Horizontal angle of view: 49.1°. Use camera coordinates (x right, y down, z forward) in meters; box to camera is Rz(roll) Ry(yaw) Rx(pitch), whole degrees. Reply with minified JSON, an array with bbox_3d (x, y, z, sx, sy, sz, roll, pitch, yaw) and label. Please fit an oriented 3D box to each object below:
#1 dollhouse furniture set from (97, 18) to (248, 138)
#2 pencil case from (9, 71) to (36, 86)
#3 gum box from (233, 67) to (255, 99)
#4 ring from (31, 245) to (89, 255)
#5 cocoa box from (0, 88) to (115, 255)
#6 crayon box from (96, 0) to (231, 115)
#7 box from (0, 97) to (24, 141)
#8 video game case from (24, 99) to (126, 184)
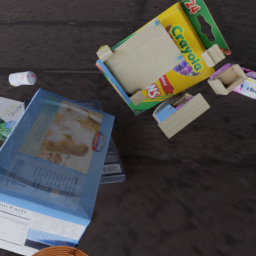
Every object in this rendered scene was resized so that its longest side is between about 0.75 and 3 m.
[{"bbox_3d":[0.795,-1.332,6.061,2.167,2.295,1.498,-38,10,7],"label":"dollhouse furniture set"},{"bbox_3d":[-2.907,-1.349,7.711,0.801,0.363,0.333,0,16,31],"label":"pencil case"},{"bbox_3d":[3.395,-1.272,7.917,1.068,0.606,0.353,30,57,28],"label":"gum box"},{"bbox_3d":[-0.907,2.031,3.561,1.090,1.090,0.105,-11,8,-12],"label":"ring"},{"bbox_3d":[-1.184,0.672,4.368,1.417,1.394,2.125,20,40,-9],"label":"cocoa box"},{"bbox_3d":[0.816,-1.621,6.545,2.688,1.706,0.683,-28,26,27],"label":"crayon box"},{"bbox_3d":[-3.166,-0.263,7.065,1.657,0.301,1.196,13,44,16],"label":"box"},{"bbox_3d":[-1.314,0.203,6.325,1.895,0.252,2.652,-2,41,-20],"label":"video game case"}]
